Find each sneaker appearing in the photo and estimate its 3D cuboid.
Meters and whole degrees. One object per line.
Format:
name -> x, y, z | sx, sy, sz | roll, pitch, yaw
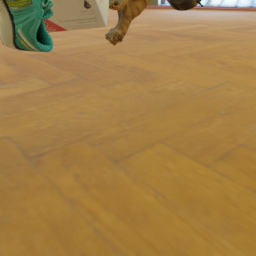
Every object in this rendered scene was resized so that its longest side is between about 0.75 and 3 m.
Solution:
sneaker -> -1.140, -1.484, 3.139 | 0.621, 1.560, 0.605 | 15, 60, 0

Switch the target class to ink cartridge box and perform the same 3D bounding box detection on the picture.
ink cartridge box -> -1.364, -2.660, 4.700 | 1.633, 0.951, 2.243 | -2, -17, 10

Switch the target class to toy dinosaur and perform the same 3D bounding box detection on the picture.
toy dinosaur -> 0.285, -3.114, 6.314 | 2.849, 1.513, 0.861 | -48, 20, -3

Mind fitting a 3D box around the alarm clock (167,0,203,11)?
alarm clock -> 1.535, -4.334, 8.527 | 1.927, 1.300, 0.642 | 21, 5, 33
